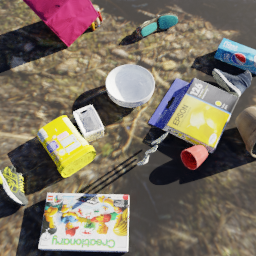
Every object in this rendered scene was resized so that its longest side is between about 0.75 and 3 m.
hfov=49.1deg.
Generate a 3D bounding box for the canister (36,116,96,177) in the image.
[{"bbox_3d":[-2.260,0.605,10.132,1.418,0.826,1.909,-33,65,-17],"label":"canister"}]

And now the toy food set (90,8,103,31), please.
[{"bbox_3d":[-1.605,-5.374,13.751,0.634,0.598,1.329,-15,43,7],"label":"toy food set"}]

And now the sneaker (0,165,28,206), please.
[{"bbox_3d":[-3.834,1.902,9.507,0.711,0.626,1.680,-39,68,-19],"label":"sneaker"}]

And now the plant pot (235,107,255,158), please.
[{"bbox_3d":[4.737,0.008,10.160,1.639,1.639,1.422,-18,47,-10],"label":"plant pot"}]

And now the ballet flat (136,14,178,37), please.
[{"bbox_3d":[1.316,-5.005,13.411,2.151,0.730,0.810,-26,42,-12],"label":"ballet flat"}]

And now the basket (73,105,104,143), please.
[{"bbox_3d":[-1.466,-0.124,10.583,0.807,0.735,1.191,-24,62,-12],"label":"basket"}]

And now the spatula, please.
[{"bbox_3d":[0.716,0.773,9.367,0.151,1.876,1.304,35,78,-1],"label":"spatula"}]

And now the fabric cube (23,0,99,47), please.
[{"bbox_3d":[-2.934,-5.340,12.421,2.060,2.067,2.027,-44,69,3],"label":"fabric cube"}]

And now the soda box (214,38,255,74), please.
[{"bbox_3d":[4.966,-3.144,12.319,2.072,0.665,0.703,27,64,15],"label":"soda box"}]

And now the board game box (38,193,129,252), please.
[{"bbox_3d":[-1.335,3.004,8.966,2.720,0.471,1.717,1,62,1],"label":"board game box"}]

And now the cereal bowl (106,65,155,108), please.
[{"bbox_3d":[0.085,-1.602,11.368,1.944,0.810,1.944,0,61,0],"label":"cereal bowl"}]

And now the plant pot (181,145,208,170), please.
[{"bbox_3d":[2.409,0.994,9.979,0.700,0.791,0.791,-26,63,-27],"label":"plant pot"}]

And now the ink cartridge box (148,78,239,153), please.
[{"bbox_3d":[2.601,-0.713,11.007,2.686,0.631,2.654,27,64,12],"label":"ink cartridge box"}]

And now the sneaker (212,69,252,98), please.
[{"bbox_3d":[4.398,-2.137,11.732,1.126,0.593,1.559,-41,77,-9],"label":"sneaker"}]
